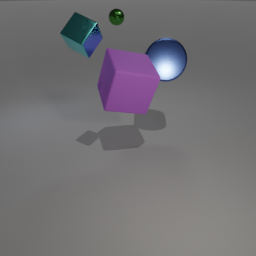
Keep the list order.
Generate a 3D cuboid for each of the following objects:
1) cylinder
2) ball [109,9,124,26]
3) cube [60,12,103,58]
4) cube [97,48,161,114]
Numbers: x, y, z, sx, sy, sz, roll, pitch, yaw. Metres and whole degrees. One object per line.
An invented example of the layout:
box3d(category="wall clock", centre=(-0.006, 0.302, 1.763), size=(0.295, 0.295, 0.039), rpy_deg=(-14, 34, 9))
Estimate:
box3d(category="cylinder", centre=(1.246, -2.342, 9.800), size=(1.400, 1.400, 1.400), rpy_deg=(0, 10, 0))
box3d(category="ball", centre=(-0.507, -4.891, 12.362), size=(0.700, 0.700, 0.700), rpy_deg=(0, 28, 0))
box3d(category="cube", centre=(-1.175, -2.370, 7.186), size=(0.700, 0.700, 0.700), rpy_deg=(30, -8, 13))
box3d(category="cube", centre=(-0.039, -1.425, 8.653), size=(1.400, 1.400, 1.400), rpy_deg=(4, 40, -21))
